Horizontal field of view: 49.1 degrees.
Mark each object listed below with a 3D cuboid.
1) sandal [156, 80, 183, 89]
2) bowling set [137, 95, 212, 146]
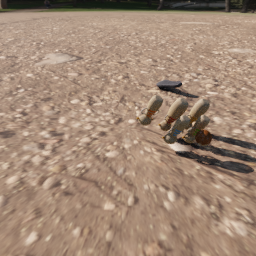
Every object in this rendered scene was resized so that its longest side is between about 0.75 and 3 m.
[{"bbox_3d":[1.502,-1.574,10.464,0.482,0.271,1.268,-31,27,-23],"label":"sandal"},{"bbox_3d":[1.258,0.047,6.642,1.957,1.050,1.362,2,49,-29],"label":"bowling set"}]
